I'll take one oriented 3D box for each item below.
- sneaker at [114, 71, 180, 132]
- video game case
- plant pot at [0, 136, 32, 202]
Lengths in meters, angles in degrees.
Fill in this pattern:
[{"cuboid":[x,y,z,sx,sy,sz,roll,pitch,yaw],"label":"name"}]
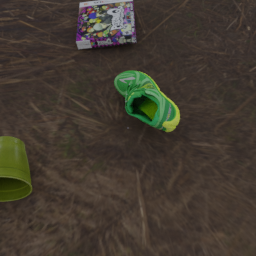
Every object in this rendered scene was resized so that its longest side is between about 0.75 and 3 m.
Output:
[{"cuboid":[0.395,-0.997,8.681,1.225,1.085,2.930,5,30,-44],"label":"sneaker"},{"cuboid":[-0.889,-4.409,11.640,2.372,0.469,2.617,-5,57,5],"label":"video game case"},{"cuboid":[-3.237,1.007,7.363,1.418,1.418,1.366,-8,54,-5],"label":"plant pot"}]
